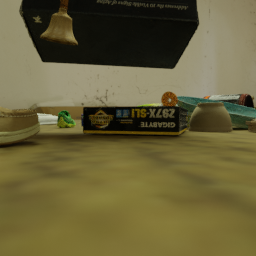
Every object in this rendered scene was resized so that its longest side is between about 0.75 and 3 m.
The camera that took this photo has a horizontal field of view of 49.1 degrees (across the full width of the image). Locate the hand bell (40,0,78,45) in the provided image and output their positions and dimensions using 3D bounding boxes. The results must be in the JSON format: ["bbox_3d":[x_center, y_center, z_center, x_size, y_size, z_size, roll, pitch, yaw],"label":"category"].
[{"bbox_3d":[-0.735,-1.415,3.215,0.431,0.828,0.431,10,9,-2],"label":"hand bell"}]

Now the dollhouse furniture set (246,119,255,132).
[{"bbox_3d":[3.376,-0.459,6.081,2.118,1.034,1.806,0,2,1],"label":"dollhouse furniture set"}]

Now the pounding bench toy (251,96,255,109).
[{"bbox_3d":[4.583,-0.676,10.997,0.703,1.132,0.883,0,2,-14],"label":"pounding bench toy"}]

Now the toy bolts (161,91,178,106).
[{"bbox_3d":[0.817,-0.366,7.070,1.019,0.973,0.707,-22,-7,40],"label":"toy bolts"}]

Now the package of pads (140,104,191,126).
[{"bbox_3d":[1.406,-0.443,9.584,1.709,0.755,2.213,-1,2,-25],"label":"package of pads"}]

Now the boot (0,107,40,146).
[{"bbox_3d":[-1.552,-0.568,2.410,0.693,1.487,1.922,1,2,30],"label":"boot"}]

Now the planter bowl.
[{"bbox_3d":[1.708,-0.230,5.832,0.883,0.594,0.883,-1,2,0],"label":"planter bowl"}]

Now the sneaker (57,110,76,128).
[{"bbox_3d":[-1.774,-0.259,8.118,0.435,0.491,1.175,-1,1,-4],"label":"sneaker"}]

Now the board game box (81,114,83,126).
[{"bbox_3d":[-0.497,-0.253,9.225,1.780,0.398,1.196,2,2,39],"label":"board game box"}]

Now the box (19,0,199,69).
[{"bbox_3d":[-0.304,-2.887,5.521,2.904,2.854,1.800,2,-16,-5],"label":"box"}]

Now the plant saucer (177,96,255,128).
[{"bbox_3d":[2.586,-0.440,7.681,2.690,0.369,2.690,8,14,-2],"label":"plant saucer"}]

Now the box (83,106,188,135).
[{"bbox_3d":[0.262,-0.145,5.169,1.559,0.482,1.952,2,2,15],"label":"box"}]

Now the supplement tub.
[{"bbox_3d":[3.442,-0.656,10.459,2.157,1.153,1.153,1,2,42],"label":"supplement tub"}]

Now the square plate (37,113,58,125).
[{"bbox_3d":[-4.663,-0.412,11.933,2.937,0.418,2.910,6,5,42],"label":"square plate"}]
